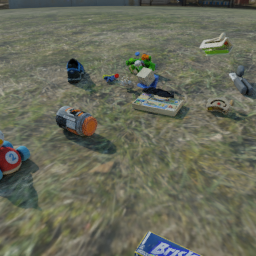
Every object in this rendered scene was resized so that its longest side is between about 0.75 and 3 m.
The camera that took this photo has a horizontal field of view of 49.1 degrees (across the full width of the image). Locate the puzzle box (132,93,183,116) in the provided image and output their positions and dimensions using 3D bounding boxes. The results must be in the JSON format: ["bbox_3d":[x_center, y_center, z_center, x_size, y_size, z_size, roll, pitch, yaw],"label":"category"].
[{"bbox_3d":[1.280,-1.025,11.958,1.906,0.242,1.268,13,31,22],"label":"puzzle box"}]

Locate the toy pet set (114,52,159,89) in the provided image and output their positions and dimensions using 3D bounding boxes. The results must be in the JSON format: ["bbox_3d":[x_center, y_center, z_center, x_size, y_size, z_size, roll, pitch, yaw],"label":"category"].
[{"bbox_3d":[0.641,-2.619,13.915,1.791,1.019,1.918,28,68,37],"label":"toy pet set"}]

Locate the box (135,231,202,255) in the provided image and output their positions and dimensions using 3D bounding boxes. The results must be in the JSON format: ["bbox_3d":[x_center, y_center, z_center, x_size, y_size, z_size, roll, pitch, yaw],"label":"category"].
[{"bbox_3d":[1.037,2.638,5.085,1.841,0.645,0.592,16,33,26],"label":"box"}]

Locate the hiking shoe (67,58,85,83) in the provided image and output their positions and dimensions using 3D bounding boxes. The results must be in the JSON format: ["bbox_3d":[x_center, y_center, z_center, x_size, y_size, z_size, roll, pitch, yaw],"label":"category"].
[{"bbox_3d":[-2.812,-3.312,15.171,0.898,1.046,2.413,-4,30,-6],"label":"hiking shoe"}]

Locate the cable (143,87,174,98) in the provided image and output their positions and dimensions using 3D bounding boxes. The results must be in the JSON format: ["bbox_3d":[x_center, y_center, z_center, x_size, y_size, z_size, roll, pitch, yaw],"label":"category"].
[{"bbox_3d":[1.385,-1.622,12.566,1.414,0.359,1.154,11,11,10],"label":"cable"}]

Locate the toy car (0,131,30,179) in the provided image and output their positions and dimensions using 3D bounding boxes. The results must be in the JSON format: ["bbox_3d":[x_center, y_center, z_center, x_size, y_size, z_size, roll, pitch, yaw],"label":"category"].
[{"bbox_3d":[-3.766,0.514,7.998,1.305,1.475,1.360,13,32,21],"label":"toy car"}]

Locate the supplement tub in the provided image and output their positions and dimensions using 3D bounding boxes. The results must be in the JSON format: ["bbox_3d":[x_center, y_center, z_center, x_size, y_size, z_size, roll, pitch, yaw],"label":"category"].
[{"bbox_3d":[-1.818,-0.233,9.954,1.378,0.845,0.845,19,35,30],"label":"supplement tub"}]

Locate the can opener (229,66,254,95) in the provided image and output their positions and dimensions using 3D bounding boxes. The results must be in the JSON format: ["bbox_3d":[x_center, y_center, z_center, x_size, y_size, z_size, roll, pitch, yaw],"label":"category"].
[{"bbox_3d":[5.605,-2.389,13.908,0.640,0.808,2.430,3,34,4],"label":"can opener"}]

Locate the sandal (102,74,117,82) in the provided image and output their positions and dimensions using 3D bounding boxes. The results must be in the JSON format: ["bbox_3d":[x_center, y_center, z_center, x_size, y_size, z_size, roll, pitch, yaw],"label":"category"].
[{"bbox_3d":[-0.912,-2.589,14.710,0.869,0.346,0.379,-12,63,-30],"label":"sandal"}]

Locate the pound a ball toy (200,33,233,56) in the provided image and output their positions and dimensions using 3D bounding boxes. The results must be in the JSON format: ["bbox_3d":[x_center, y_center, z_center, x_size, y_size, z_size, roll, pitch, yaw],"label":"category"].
[{"bbox_3d":[3.289,-3.173,10.413,0.556,0.854,1.310,-58,31,-10],"label":"pound a ball toy"}]

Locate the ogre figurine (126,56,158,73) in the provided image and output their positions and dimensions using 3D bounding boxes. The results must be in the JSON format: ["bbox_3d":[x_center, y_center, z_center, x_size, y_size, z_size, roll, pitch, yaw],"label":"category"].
[{"bbox_3d":[0.833,-3.418,15.503,1.168,0.956,1.948,-27,26,-20],"label":"ogre figurine"}]

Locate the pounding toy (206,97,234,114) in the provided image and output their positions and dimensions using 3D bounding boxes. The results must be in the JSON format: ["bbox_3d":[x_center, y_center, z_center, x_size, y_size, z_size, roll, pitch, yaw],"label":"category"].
[{"bbox_3d":[3.816,-0.822,11.562,1.157,0.664,0.662,-5,57,11],"label":"pounding toy"}]
